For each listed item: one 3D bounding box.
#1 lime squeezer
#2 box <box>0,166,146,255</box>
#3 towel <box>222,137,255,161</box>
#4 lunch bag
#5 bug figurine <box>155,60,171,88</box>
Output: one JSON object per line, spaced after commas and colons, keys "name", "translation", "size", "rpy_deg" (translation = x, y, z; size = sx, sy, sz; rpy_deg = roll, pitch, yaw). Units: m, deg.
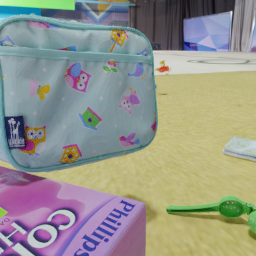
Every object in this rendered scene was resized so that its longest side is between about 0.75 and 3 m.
{"name": "lime squeezer", "translation": [1.351, 1.102, 3.304], "size": [1.769, 0.334, 0.625], "rpy_deg": [18, 25, 41]}
{"name": "box", "translation": [-1.109, 1.159, 2.073], "size": [1.997, 0.965, 1.756], "rpy_deg": [9, 20, 24]}
{"name": "towel", "translation": [2.364, 0.423, 5.577], "size": [0.804, 0.194, 0.688], "rpy_deg": [12, 25, 33]}
{"name": "lunch bag", "translation": [-0.578, -0.407, 3.120], "size": [1.957, 1.569, 0.754], "rpy_deg": [-8, 10, -36]}
{"name": "bug figurine", "translation": [0.971, -1.948, 11.406], "size": [1.325, 1.709, 0.440], "rpy_deg": [-22, 70, -32]}
